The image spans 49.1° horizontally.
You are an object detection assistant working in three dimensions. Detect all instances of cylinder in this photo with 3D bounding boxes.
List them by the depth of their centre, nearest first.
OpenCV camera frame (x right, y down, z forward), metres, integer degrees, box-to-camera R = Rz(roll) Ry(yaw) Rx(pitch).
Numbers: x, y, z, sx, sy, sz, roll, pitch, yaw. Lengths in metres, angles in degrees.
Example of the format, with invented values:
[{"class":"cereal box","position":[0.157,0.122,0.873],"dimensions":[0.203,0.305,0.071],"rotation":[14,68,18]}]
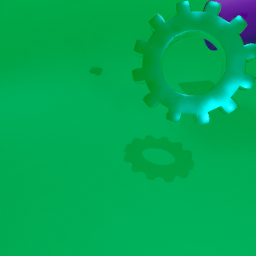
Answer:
[{"class":"cylinder","position":[2.911,-2.917,7.726],"dimensions":[1.352,1.352,1.352],"rotation":[-10,34,-3]}]

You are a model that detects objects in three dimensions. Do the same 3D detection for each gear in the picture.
[{"class":"gear","position":[0.957,-0.937,4.179],"dimensions":[1.761,1.761,0.326],"rotation":[6,5,9]}]
